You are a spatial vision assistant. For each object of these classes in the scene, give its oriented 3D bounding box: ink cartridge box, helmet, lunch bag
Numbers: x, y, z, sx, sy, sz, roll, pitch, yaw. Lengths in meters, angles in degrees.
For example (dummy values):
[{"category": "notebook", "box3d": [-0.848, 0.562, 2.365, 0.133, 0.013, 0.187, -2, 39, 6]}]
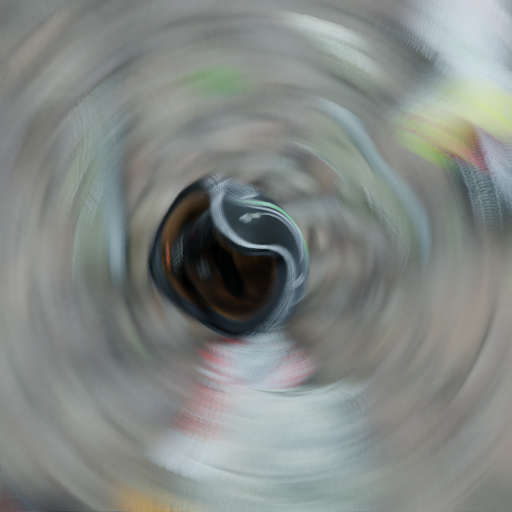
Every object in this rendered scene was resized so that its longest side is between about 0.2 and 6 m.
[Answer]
[{"category": "ink cartridge box", "box3d": [4.105, -4.322, 10.988, 0.948, 0.548, 1.304, 17, 88, 0]}, {"category": "helmet", "box3d": [-0.344, 0.085, 9.839, 2.539, 2.664, 2.664, 33, 88, -29]}, {"category": "lunch bag", "box3d": [0.350, 3.046, 8.234, 1.849, 2.653, 2.226, 18, 71, -26]}]

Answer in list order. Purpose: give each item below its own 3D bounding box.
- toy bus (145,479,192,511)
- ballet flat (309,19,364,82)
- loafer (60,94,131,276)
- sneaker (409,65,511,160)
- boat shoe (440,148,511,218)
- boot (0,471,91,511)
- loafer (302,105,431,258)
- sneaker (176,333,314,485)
[{"category": "toy bus", "box3d": [-0.601, 5.292, 10.331, 2.459, 1.669, 2.361, -21, 104, 2]}, {"category": "ballet flat", "box3d": [1.602, -4.129, 11.012, 0.525, 0.525, 1.512, -37, 89, -1]}, {"category": "loafer", "box3d": [-3.137, -1.305, 10.525, 1.207, 1.304, 3.467, -6, 89, -5]}, {"category": "sneaker", "box3d": [2.696, -1.671, 7.601, 0.809, 2.071, 0.935, -4, 78, -8]}, {"category": "boat shoe", "box3d": [4.420, -1.379, 10.740, 2.139, 0.790, 0.730, 35, 59, -7]}, {"category": "boot", "box3d": [-4.679, 5.841, 10.468, 2.864, 1.042, 3.043, 14, 89, 0]}, {"category": "loafer", "box3d": [1.773, -1.055, 9.085, 0.987, 1.066, 2.834, -36, 86, 10]}, {"category": "sneaker", "box3d": [-0.590, 2.711, 10.564, 3.118, 1.041, 1.671, -37, 88, -4]}]
